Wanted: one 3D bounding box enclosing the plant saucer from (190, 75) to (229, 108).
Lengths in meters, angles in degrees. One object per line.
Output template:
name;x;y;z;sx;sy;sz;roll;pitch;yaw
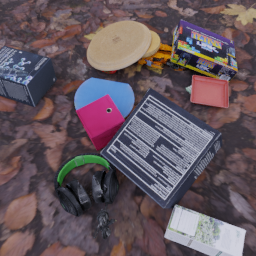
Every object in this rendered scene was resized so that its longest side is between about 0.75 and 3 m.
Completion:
plant saucer;3.146;-1.365;10.866;1.417;0.261;1.420;10;56;5

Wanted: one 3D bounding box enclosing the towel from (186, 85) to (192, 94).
towel;2.813;-1.584;11.214;0.849;0.099;0.648;-32;59;-23

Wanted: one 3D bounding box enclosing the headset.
headset;-1.072;1.686;7.805;1.833;1.395;2.968;-18;43;-13

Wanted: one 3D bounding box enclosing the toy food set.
toy food set;-0.356;-3.442;11.737;2.941;0.716;2.912;-40;53;-7

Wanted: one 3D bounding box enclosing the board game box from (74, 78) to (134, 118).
board game box;-0.876;-0.956;10.505;2.210;0.430;1.746;10;64;6

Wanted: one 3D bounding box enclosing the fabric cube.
fabric cube;-0.843;-0.171;9.208;1.184;1.188;1.165;-28;67;-9

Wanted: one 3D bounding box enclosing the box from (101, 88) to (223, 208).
box;0.978;0.602;8.063;2.415;1.488;2.396;38;89;25

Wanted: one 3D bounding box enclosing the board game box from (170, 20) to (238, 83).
board game box;3.151;-3.203;11.605;2.605;0.739;2.153;18;52;-8

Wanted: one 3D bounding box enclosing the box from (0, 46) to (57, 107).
box;-4.234;-2.036;10.871;2.224;1.191;1.651;17;54;13

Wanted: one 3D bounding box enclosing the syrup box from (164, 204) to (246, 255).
syrup box;1.988;2.779;7.333;1.884;0.767;0.742;18;55;13

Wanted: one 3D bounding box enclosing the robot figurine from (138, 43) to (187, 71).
robot figurine;1.566;-3.046;11.922;2.200;0.640;1.595;10;52;-2
